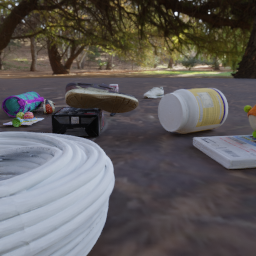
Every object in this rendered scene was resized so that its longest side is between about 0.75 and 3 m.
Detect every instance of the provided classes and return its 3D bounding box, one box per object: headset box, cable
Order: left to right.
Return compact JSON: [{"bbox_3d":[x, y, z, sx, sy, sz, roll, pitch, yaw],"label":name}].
[{"bbox_3d":[-1.463,0.681,2.790,2.680,0.928,2.680,-6,12,-29],"label":"cable"},{"bbox_3d":[-1.294,-0.219,7.629,1.173,0.609,1.576,0,11,-1],"label":"headset box"}]

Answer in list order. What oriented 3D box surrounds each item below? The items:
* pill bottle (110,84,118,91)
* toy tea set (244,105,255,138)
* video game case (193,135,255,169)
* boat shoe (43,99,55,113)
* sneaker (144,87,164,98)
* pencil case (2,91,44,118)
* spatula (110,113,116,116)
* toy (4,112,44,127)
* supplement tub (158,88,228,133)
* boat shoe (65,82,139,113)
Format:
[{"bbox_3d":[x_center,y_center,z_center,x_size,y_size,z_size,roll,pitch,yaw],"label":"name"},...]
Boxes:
[{"bbox_3d":[-0.745,-1.909,14.940,0.458,0.807,0.458,-1,13,0],"label":"pill bottle"},{"bbox_3d":[3.540,0.185,5.343,1.749,1.089,2.942,37,3,-14],"label":"toy tea set"},{"bbox_3d":[2.668,0.421,5.661,2.233,0.201,1.599,-2,12,-9],"label":"video game case"},{"bbox_3d":[-3.038,-0.853,10.876,0.403,0.458,1.287,-11,19,-11],"label":"boat shoe"},{"bbox_3d":[1.455,-2.025,16.017,1.472,0.593,0.562,-13,20,-41],"label":"sneaker"},{"bbox_3d":[-3.823,-0.893,10.318,0.857,0.789,1.855,-14,12,6],"label":"pencil case"},{"bbox_3d":[-0.403,-0.637,10.631,0.436,0.158,1.542,2,13,16],"label":"spatula"},{"bbox_3d":[-3.239,-0.327,8.786,0.819,0.336,1.423,0,12,-1],"label":"toy"},{"bbox_3d":[1.724,-0.469,7.470,1.589,1.155,1.155,-7,14,-31],"label":"supplement tub"},{"bbox_3d":[-0.671,-0.860,7.436,2.028,0.729,0.657,3,55,-25],"label":"boat shoe"}]
